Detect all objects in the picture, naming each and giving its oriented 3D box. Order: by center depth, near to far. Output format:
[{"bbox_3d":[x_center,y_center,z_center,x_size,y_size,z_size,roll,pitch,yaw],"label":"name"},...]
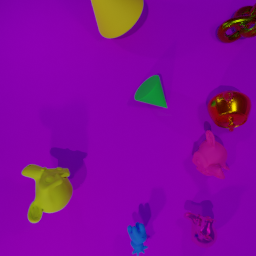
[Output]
[{"bbox_3d":[-2.125,1.561,7.310,1.319,1.834,1.105,17,111,10],"label":"monkey head"},{"bbox_3d":[0.290,3.003,7.519,0.482,0.879,0.865,-15,79,-19],"label":"cow figurine"},{"bbox_3d":[1.926,2.773,7.624,0.975,1.355,0.816,19,66,6],"label":"monkey head"},{"bbox_3d":[2.457,0.888,7.872,0.961,1.148,1.595,-40,119,-12],"label":"monkey head"},{"bbox_3d":[2.874,-0.475,7.923,1.206,1.940,0.950,-7,58,19],"label":"teapot"},{"bbox_3d":[-0.693,-3.783,8.032,1.670,1.677,1.670,-15,62,30],"label":"cone"},{"bbox_3d":[0.880,-0.912,8.491,0.974,0.971,0.971,41,81,-24],"label":"cone"},{"bbox_3d":[3.517,-3.179,8.540,1.618,1.729,0.799,-28,105,28],"label":"knot shape"}]
